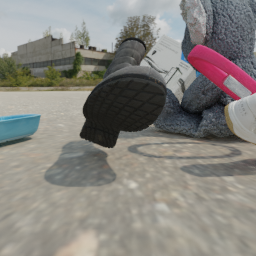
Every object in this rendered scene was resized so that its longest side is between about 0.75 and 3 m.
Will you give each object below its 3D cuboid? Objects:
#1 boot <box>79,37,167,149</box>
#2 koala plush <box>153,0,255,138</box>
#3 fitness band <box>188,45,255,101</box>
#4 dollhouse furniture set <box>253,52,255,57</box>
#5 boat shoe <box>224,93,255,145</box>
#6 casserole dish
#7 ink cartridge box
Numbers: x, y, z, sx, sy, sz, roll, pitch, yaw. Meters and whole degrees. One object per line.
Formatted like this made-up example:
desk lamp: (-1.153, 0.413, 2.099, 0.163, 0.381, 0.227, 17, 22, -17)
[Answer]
boot: (-0.072, -0.704, 3.957, 0.824, 1.554, 2.361, 24, -21, -16)
koala plush: (2.046, -1.475, 6.128, 2.640, 2.977, 2.736, -16, 19, -33)
fitness band: (1.674, -0.715, 4.472, 1.701, 0.318, 1.221, 34, 15, -19)
dollhouse furniture set: (2.820, -1.513, 8.574, 2.520, 2.209, 1.674, 8, -5, 22)
boat shoe: (2.053, 0.019, 3.601, 1.737, 0.615, 0.602, 17, -35, -27)
casserole dish: (-2.683, 0.050, 5.301, 1.377, 0.441, 2.274, -2, 7, 25)
ink cartridge box: (1.124, -1.573, 8.742, 1.566, 2.144, 0.904, 36, -5, 22)
